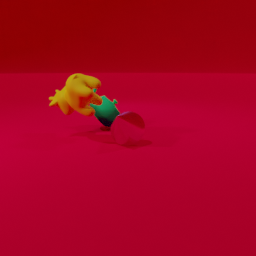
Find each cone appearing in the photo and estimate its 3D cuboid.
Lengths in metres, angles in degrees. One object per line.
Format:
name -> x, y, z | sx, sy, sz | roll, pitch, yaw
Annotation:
cone -> -0.122, -0.120, 6.443 | 0.873, 0.873, 0.877 | 4, -16, 16

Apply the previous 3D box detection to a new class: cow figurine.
cow figurine -> -1.375, -0.851, 7.048 | 1.428, 1.451, 0.797 | 23, 57, 13

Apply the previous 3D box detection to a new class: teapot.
teapot -> -0.675, -0.598, 8.449 | 0.785, 1.603, 0.996 | -41, 12, 2
